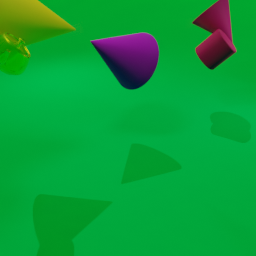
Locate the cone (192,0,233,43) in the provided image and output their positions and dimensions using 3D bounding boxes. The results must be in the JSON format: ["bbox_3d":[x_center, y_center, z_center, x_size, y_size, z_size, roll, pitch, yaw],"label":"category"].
[{"bbox_3d":[3.042,-3.322,9.162,1.343,1.348,1.343,-36,5,4],"label":"cone"}]

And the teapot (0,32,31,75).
[{"bbox_3d":[-1.975,-1.275,4.698,0.589,0.748,1.203,-39,23,10],"label":"teapot"}]

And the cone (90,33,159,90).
[{"bbox_3d":[-0.315,-1.872,6.913,1.550,1.544,1.544,11,15,-45],"label":"cone"}]

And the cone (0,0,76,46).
[{"bbox_3d":[-1.801,-2.100,5.580,1.519,1.513,1.513,4,27,-20],"label":"cone"}]

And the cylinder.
[{"bbox_3d":[2.676,-2.388,8.564,0.881,0.881,0.881,31,39,-29],"label":"cylinder"}]
